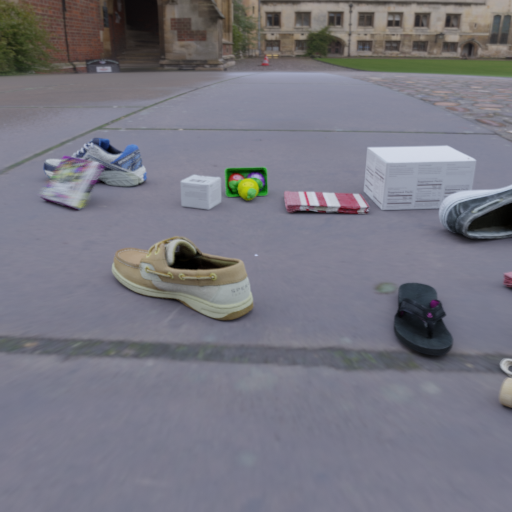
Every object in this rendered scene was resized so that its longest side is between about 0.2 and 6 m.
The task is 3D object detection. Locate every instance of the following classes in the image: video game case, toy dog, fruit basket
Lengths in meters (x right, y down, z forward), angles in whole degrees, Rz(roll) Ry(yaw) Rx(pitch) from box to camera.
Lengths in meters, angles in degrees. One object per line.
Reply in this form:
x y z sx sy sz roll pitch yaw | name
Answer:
-3.953 -1.579 11.994 1.201 1.089 0.215 17 -15 34 | video game case
2.933 1.212 5.726 0.762 0.557 1.156 9 24 22 | toy dog
-0.209 -1.598 12.441 1.028 0.742 1.028 -2 5 0 | fruit basket

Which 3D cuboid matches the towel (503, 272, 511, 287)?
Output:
4.516 0.575 7.770 1.248 0.197 1.733 -8 25 -23 | towel

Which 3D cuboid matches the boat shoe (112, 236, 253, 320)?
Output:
-1.083 0.149 7.941 2.469 0.819 0.914 14 26 30 | boat shoe

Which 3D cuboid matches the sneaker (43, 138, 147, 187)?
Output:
-3.930 -2.356 13.622 2.599 1.107 1.002 3 23 8 | sneaker

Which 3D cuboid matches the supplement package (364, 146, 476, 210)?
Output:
3.474 -1.720 12.147 1.897 1.052 1.477 -2 23 -5 | supplement package

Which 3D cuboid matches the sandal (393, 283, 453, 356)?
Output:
2.090 0.677 7.182 0.672 0.428 1.789 3 23 7 | sandal

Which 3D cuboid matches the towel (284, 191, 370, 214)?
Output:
1.462 -1.138 11.904 1.710 0.194 1.232 2 20 0 | towel

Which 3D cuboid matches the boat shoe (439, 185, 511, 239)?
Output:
4.883 -0.766 10.166 2.967 1.070 1.052 -13 32 -4 | boat shoe

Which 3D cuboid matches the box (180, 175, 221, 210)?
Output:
-1.164 -1.354 11.892 0.664 0.571 0.667 8 22 19 | box
